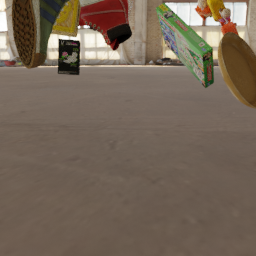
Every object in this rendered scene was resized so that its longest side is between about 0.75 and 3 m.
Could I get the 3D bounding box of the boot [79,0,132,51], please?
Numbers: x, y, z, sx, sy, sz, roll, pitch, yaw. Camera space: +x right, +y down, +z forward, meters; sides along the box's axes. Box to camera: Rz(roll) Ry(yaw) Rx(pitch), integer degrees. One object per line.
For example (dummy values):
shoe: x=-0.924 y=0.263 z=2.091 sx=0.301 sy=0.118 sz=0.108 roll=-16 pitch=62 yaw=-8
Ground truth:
boot: x=-1.246 y=-3.802 z=10.642 sx=2.842 sy=2.050 sz=1.029 roll=-9 pitch=-3 yaw=24

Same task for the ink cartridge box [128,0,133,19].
ink cartridge box: x=-0.529 y=-4.922 z=12.674 sx=1.038 sy=1.782 sz=0.601 roll=14 pitch=51 yaw=-10

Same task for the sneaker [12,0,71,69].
sneaker: x=-1.411 y=-2.441 z=5.157 sx=1.250 sy=2.784 sz=0.934 roll=-26 pitch=55 yaw=-36

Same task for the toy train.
toy train: x=2.563 y=-2.896 z=7.944 sx=0.826 sy=2.230 sz=2.969 roll=-24 pitch=21 yaw=23

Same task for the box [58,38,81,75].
box: x=-1.680 y=-2.020 z=8.042 sx=0.599 sy=0.963 sz=0.716 roll=3 pitch=11 yaw=-8

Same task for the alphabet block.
alphabet block: x=-2.273 y=-3.823 z=9.466 sx=1.215 sy=1.221 sz=1.244 roll=6 pitch=10 yaw=-6

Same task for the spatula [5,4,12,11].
spatula: x=-2.242 y=-2.783 z=6.017 sx=0.879 sy=0.071 sz=0.611 roll=-25 pitch=19 yaw=19

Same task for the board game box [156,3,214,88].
board game box: x=1.361 y=-1.959 z=6.667 sx=0.273 sy=1.264 sz=1.878 roll=-32 pitch=60 yaw=0

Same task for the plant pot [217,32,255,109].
plant pot: x=2.290 y=-1.128 z=5.632 sx=1.665 sy=1.665 sz=0.229 roll=-15 pitch=-8 yaw=-43
